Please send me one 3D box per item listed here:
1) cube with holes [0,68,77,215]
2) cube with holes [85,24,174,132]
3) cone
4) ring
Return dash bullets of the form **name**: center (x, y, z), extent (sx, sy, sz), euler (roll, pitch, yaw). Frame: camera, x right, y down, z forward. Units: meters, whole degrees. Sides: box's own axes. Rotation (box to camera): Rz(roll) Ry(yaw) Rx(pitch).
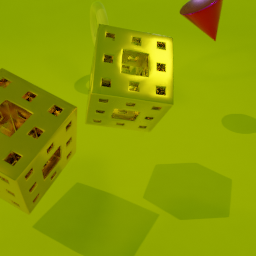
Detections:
- **cube with holes**: center (-1.649, 0.216, 4.116), extent (1.284, 1.284, 1.284), euler (27, 55, 8)
- **cube with holes**: center (-0.017, -0.707, 4.394), extent (1.124, 1.124, 1.124), euler (7, 68, -10)
- **cone**: center (1.756, -2.307, 6.106), extent (0.964, 0.968, 0.964), euler (-23, 34, 17)
- **ring**: center (-0.806, -2.794, 7.881), extent (0.283, 1.417, 1.417), euler (-11, 39, -14)
